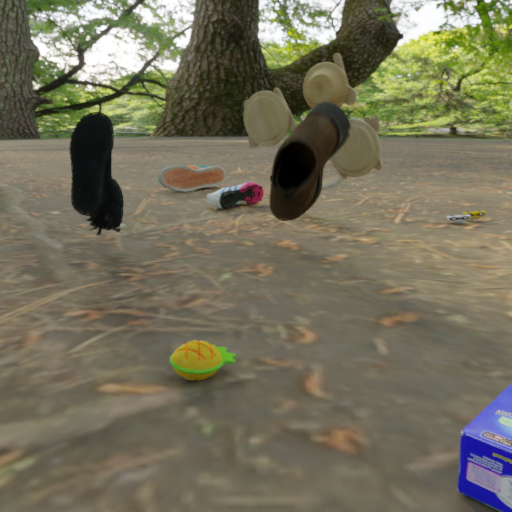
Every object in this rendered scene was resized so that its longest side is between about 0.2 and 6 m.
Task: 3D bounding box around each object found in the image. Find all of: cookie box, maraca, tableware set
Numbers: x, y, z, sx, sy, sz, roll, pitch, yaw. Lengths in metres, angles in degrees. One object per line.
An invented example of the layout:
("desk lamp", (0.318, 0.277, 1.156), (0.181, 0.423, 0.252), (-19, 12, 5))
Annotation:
("cookie box", (2.111, 1.299, 3.683), (1.088, 0.478, 1.272), (14, 20, 42))
("maraca", (-0.495, 0.962, 5.235), (0.651, 0.348, 0.446), (-6, 25, -40))
("tableware set", (1.210, -2.764, 12.640), (3.299, 2.756, 0.383), (-20, 4, 38))

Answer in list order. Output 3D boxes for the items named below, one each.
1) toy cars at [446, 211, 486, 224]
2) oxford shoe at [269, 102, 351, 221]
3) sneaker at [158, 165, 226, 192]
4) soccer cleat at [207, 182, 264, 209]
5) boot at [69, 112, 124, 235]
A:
("toy cars", (4.593, -0.820, 12.227), (0.986, 0.218, 0.442), (-13, 13, -30))
("oxford shoe", (0.575, -1.328, 9.342), (0.969, 2.667, 1.126), (38, 60, 11))
("sneaker", (-2.070, -2.369, 17.102), (2.267, 0.809, 0.906), (-7, 9, -38))
("soccer cleat", (-0.534, -1.570, 14.280), (0.728, 0.589, 1.686), (13, 20, 40))
("boot", (-2.613, -1.320, 9.489), (0.670, 1.810, 1.483), (2, -8, 2))
